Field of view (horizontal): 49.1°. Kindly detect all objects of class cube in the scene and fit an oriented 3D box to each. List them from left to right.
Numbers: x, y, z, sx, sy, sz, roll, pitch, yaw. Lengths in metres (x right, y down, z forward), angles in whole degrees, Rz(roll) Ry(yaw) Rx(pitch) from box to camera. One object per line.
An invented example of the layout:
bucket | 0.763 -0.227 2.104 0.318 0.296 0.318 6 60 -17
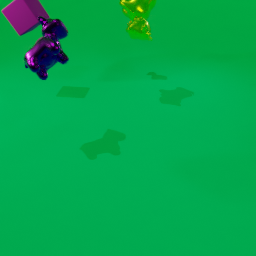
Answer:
cube | -3.289 -3.687 9.084 0.900 0.900 0.900 -25 23 22

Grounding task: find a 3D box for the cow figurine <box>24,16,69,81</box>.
cow figurine | -1.908 -1.890 6.467 1.333 0.732 1.312 -40 59 -1

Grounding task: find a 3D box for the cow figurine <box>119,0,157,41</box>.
cow figurine | 0.449 -3.566 8.740 1.554 0.867 1.579 42 90 16

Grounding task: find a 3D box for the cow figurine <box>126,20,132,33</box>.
cow figurine | 0.237 -3.963 10.676 0.482 0.878 0.864 31 30 -11
